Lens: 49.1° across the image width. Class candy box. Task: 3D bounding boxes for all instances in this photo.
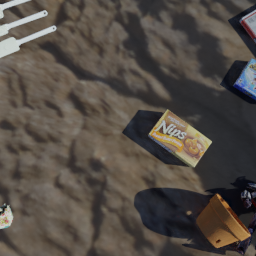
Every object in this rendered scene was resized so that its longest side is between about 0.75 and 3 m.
[{"bbox_3d":[1.352,0.280,7.409,1.451,0.401,0.837,36,82,6],"label":"candy box"}]

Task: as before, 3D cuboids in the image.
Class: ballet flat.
[{"bbox_3d":[-2.414,1.435,4.344,0.462,1.221,0.390,20,106,44],"label":"ballet flat"}]

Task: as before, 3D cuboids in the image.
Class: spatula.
[{"bbox_3d":[-2.333,-2.277,5.987,1.542,1.072,0.124,-35,36,-26],"label":"spatula"}]

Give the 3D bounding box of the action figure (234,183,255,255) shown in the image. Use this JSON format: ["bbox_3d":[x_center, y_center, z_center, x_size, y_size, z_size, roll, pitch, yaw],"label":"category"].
[{"bbox_3d":[3.350,2.208,6.853,1.339,0.714,2.058,19,75,28],"label":"action figure"}]

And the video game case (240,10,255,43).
[{"bbox_3d":[4.513,-2.619,8.046,1.600,0.195,2.237,-31,81,-6],"label":"video game case"}]

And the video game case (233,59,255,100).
[{"bbox_3d":[3.613,-1.288,7.788,1.006,0.229,0.912,34,81,6],"label":"video game case"}]

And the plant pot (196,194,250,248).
[{"bbox_3d":[2.207,2.298,6.740,0.812,1.160,1.160,-40,82,9],"label":"plant pot"}]

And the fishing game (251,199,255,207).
[{"bbox_3d":[4.685,1.764,7.152,2.698,0.419,1.932,-32,78,-5],"label":"fishing game"}]
